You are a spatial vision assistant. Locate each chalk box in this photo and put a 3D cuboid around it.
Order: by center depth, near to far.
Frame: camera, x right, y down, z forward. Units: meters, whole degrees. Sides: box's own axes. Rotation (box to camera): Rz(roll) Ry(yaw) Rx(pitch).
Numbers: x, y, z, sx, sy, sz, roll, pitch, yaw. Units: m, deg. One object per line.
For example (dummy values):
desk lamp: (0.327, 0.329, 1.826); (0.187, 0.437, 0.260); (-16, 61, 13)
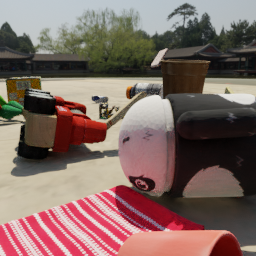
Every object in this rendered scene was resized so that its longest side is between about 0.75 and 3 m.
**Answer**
chalk box: (-4.587, -1.583, 12.652); (1.412, 1.402, 2.262); (-5, 12, -15)

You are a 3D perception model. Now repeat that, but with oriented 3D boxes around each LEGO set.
LEGO set: (-0.585, -0.702, 10.379); (1.082, 0.627, 0.832); (7, 14, 29)

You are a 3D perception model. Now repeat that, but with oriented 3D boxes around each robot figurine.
robot figurine: (1.072, 0.271, 4.054); (2.425, 1.822, 1.513); (0, 31, -2)

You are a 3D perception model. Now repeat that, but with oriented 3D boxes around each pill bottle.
pill bottle: (0.894, -1.750, 14.176); (1.961, 1.042, 1.042); (6, 14, 25)

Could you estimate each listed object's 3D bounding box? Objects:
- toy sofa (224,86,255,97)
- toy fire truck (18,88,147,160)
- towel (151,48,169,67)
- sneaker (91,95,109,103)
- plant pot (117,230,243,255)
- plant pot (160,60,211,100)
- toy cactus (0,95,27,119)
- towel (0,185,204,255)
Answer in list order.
toy sofa: (4.329, -0.456, 8.665); (2.792, 1.363, 1.156); (-1, 37, -6)
toy fire truck: (-1.116, -0.279, 6.711); (2.656, 1.709, 2.338); (7, 8, -21)
towel: (1.447, -3.169, 12.765); (0.151, 0.896, 0.938); (33, -2, -16)
sneaker: (-1.560, -1.518, 14.819); (0.960, 0.388, 0.554); (-1, 7, -38)
plant pot: (0.336, 1.100, 1.972); (0.732, 0.828, 0.828); (-5, 6, 41)
plant pot: (2.337, -1.810, 11.892); (2.091, 2.070, 2.091); (1, 17, 0)
toy cactus: (-3.760, -0.787, 9.860); (2.233, 1.384, 2.707); (15, 8, 18)
towel: (-0.524, 1.152, 2.844); (2.283, 0.257, 1.651); (-9, 15, -35)
